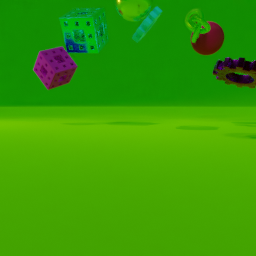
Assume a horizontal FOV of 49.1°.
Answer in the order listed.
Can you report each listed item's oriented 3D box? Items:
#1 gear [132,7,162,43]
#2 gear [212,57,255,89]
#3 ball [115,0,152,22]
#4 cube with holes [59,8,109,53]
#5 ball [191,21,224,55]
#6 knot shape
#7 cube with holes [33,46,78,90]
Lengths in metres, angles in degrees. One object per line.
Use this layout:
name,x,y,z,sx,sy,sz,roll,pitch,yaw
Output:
gear,0.622,-3.362,9.139,0.229,1.237,1.237,40,1,-6
gear,2.475,-1.190,6.147,1.163,0.215,1.163,17,-6,2
ball,0.163,-3.911,8.677,1.148,1.148,1.148,0,5,0
cube with holes,-1.622,-3.758,10.772,1.305,1.305,1.305,5,38,15
ball,3.124,-3.523,11.035,1.281,1.281,1.281,0,5,0
knot shape,2.439,-3.576,9.742,0.521,1.128,1.056,-16,16,-11
cube with holes,-2.743,-2.258,10.559,1.022,1.022,1.022,-30,-11,-42
